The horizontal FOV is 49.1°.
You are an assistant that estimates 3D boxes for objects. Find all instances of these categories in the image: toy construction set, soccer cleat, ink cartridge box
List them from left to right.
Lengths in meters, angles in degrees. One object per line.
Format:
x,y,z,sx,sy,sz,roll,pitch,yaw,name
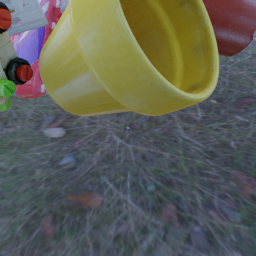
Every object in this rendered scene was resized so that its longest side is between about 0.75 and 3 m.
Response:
-2.222,-0.789,3.471,1.242,2.695,1.767,28,54,8,toy construction set
-2.081,-2.178,4.081,1.322,1.651,0.390,-14,44,4,ink cartridge box
-1.961,-1.953,5.754,1.036,2.710,0.904,9,0,-5,soccer cleat

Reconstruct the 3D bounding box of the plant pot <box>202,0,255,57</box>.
1.233,-2.410,5.181,2.160,2.221,2.221,15,31,-12,plant pot

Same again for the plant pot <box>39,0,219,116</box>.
-0.133,-0.999,3.611,1.846,1.962,1.962,-17,17,42,plant pot
